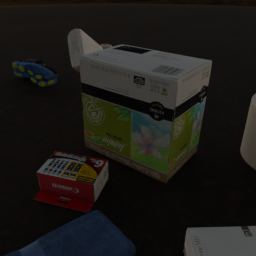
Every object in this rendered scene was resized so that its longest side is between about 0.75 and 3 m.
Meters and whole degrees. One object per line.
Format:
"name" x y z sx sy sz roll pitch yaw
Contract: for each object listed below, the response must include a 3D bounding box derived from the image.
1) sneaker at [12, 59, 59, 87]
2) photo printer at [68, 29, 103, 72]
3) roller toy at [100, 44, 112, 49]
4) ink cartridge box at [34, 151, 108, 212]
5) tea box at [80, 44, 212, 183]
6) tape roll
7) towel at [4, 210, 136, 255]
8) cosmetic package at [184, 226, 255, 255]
"sneaker" -4.046 -2.630 12.534 2.893 1.026 1.199 21 42 38
"photo printer" -1.536 -2.865 11.597 0.722 1.731 2.081 -20 -23 23
"roller toy" -1.341 -4.704 16.717 0.834 0.583 0.761 -13 32 -22
"ink cartridge box" -1.260 1.147 6.244 1.347 0.565 1.183 8 31 13
"tea box" 0.369 -0.509 7.103 2.651 2.608 1.771 20 35 31
"tape roll" 4.139 0.136 7.030 2.272 1.560 2.272 0 29 0
"towel" -1.167 2.244 4.263 2.445 0.593 1.365 -21 35 -31
"cosmetic package" 1.866 2.104 4.451 1.778 0.658 0.904 0 29 -3
